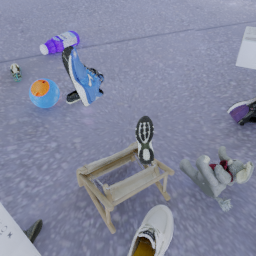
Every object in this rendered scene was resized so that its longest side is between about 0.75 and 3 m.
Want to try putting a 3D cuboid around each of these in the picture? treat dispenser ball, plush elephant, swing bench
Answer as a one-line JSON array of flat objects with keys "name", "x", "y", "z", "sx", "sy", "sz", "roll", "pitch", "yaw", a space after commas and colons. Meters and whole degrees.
[{"name": "treat dispenser ball", "x": -3.156, "y": -1.312, "z": 10.591, "sx": 1.114, "sy": 1.114, "sz": 1.114, "roll": 0, "pitch": 42, "yaw": 0}, {"name": "plush elephant", "x": 2.586, "y": 1.174, "z": 7.671, "sx": 1.376, "sy": 1.464, "sz": 1.777, "roll": -37, "pitch": 82, "yaw": -17}, {"name": "swing bench", "x": -0.141, "y": 1.351, "z": 7.552, "sx": 1.937, "sy": 1.264, "sz": 1.947, "roll": -24, "pitch": 47, "yaw": -24}]

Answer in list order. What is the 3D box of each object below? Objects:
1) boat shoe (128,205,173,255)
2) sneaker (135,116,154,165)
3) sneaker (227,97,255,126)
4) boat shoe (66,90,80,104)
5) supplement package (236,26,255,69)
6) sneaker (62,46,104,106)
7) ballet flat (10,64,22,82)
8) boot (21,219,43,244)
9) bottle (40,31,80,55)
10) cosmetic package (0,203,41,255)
[{"name": "boat shoe", "x": 0.493, "y": 2.621, "z": 6.479, "sx": 0.808, "sy": 0.796, "sz": 2.279, "roll": 20, "pitch": 46, "yaw": 20}, {"name": "sneaker", "x": 0.345, "y": 0.233, "z": 5.966, "sx": 0.399, "sy": 1.038, "sz": 0.460, "roll": -1, "pitch": 13, "yaw": -1}, {"name": "sneaker", "x": 4.656, "y": -0.593, "z": 10.254, "sx": 2.015, "sy": 0.763, "sz": 0.882, "roll": -19, "pitch": 64, "yaw": -18}, {"name": "boat shoe", "x": -1.968, "y": -1.411, "z": 11.225, "sx": 1.215, "sy": 0.403, "sz": 0.454, "roll": -30, "pitch": 50, "yaw": -29}, {"name": "supplement package", "x": 5.951, "y": -3.749, "z": 13.127, "sx": 1.289, "sy": 1.299, "sz": 1.711, "roll": 16, "pitch": 44, "yaw": 17}, {"name": "sneaker", "x": -1.139, "y": -1.438, "z": 7.445, "sx": 0.835, "sy": 1.872, "sz": 0.735, "roll": -27, "pitch": 53, "yaw": -5}, {"name": "ballet flat", "x": -5.002, "y": -2.597, "z": 12.480, "sx": 0.518, "sy": 0.518, "sz": 1.395, "roll": -19, "pitch": 45, "yaw": -20}, {"name": "boot", "x": -2.695, "y": 2.548, "z": 6.975, "sx": 0.903, "sy": 0.328, "sz": 0.821, "roll": 7, "pitch": 40, "yaw": 18}, {"name": "bottle", "x": -3.463, "y": -4.304, "z": 14.205, "sx": 0.869, "sy": 0.680, "sz": 2.082, "roll": 34, "pitch": 52, "yaw": 29}, {"name": "cosmetic package", "x": -3.394, "y": 2.472, "z": 5.088, "sx": 1.636, "sy": 2.662, "sz": 2.653, "roll": 32, "pitch": 57, "yaw": 26}]
